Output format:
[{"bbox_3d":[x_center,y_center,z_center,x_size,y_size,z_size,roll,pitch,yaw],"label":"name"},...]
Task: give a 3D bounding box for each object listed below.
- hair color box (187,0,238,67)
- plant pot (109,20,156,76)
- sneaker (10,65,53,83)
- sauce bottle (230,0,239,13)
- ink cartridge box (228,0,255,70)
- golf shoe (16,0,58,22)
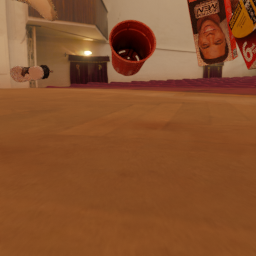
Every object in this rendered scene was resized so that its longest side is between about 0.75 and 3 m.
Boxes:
[{"bbox_3d":[2.330,-2.791,7.714,0.998,1.967,0.602,-4,19,35],"label":"hair color box"},{"bbox_3d":[0.052,-2.399,8.861,1.416,1.416,1.377,-1,-13,-8],"label":"plant pot"},{"bbox_3d":[-2.349,-1.342,6.886,1.051,0.397,0.598,4,15,26],"label":"sneaker"},{"bbox_3d":[3.401,-3.698,8.364,1.816,0.588,0.588,-3,10,-7],"label":"sauce bottle"},{"bbox_3d":[3.078,-2.750,5.867,0.962,2.015,2.295,-7,-26,-7],"label":"ink cartridge box"},{"bbox_3d":[-2.285,-2.847,5.861,0.847,1.741,0.682,-48,25,-13],"label":"golf shoe"}]
